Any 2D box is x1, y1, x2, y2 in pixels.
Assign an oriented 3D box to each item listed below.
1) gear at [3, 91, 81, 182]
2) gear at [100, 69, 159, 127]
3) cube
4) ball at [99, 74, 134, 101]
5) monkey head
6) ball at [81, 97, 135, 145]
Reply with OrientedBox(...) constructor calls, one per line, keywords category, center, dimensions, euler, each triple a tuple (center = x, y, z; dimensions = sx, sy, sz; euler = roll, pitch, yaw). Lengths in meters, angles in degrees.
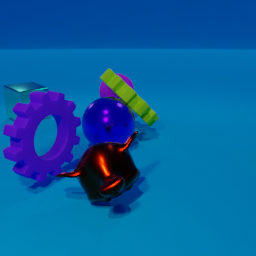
OrientedBox(category="gear", center=(-1.519, 0.146, 5.221), dimensions=(0.304, 1.645, 1.645), euler=(12, 21, 28))
OrientedBox(category="gear", center=(0.043, -0.857, 7.975), dimensions=(0.365, 1.975, 1.975), euler=(-46, 22, 3))
OrientedBox(category="cube", center=(-3.545, -0.919, 9.853), dimensions=(1.125, 1.125, 1.125), euler=(21, 27, 37))
OrientedBox(category="ball", center=(-0.384, -1.260, 9.674), dimensions=(1.211, 1.211, 1.211), euler=(0, 18, 0))
OrientedBox(category="monkey head", center=(-0.375, 0.676, 4.579), dimensions=(1.610, 0.970, 1.158), euler=(-29, -10, -5))
OrientedBox(category="ball", center=(-0.490, -0.114, 7.070), dimensions=(1.351, 1.351, 1.351), euler=(0, 18, 0))
